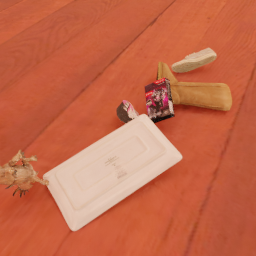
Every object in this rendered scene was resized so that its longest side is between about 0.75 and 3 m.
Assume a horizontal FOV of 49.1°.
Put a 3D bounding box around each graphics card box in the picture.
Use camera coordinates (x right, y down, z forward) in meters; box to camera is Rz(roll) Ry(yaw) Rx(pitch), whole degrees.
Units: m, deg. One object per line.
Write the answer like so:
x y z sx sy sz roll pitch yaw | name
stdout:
0.855 -0.756 7.720 0.714 0.289 1.138 -18 67 34 | graphics card box

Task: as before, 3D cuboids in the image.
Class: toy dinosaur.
-2.327 0.980 5.723 1.014 1.497 0.642 -28 56 25 | toy dinosaur

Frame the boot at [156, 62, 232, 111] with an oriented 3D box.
1.954 -1.291 8.693 2.126 0.703 1.862 2 54 1 | boot

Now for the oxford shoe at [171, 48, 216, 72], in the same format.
2.203 -2.304 9.519 1.540 0.579 0.445 -19 66 5 | oxford shoe

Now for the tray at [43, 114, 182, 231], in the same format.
-0.367 0.834 6.410 2.956 0.328 1.587 -32 62 -14 | tray

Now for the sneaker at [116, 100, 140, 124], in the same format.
0.159 -0.205 7.705 0.522 0.562 1.301 -42 55 11 | sneaker
